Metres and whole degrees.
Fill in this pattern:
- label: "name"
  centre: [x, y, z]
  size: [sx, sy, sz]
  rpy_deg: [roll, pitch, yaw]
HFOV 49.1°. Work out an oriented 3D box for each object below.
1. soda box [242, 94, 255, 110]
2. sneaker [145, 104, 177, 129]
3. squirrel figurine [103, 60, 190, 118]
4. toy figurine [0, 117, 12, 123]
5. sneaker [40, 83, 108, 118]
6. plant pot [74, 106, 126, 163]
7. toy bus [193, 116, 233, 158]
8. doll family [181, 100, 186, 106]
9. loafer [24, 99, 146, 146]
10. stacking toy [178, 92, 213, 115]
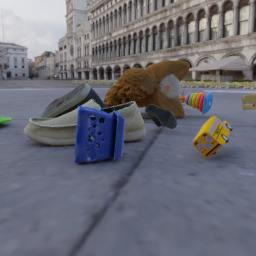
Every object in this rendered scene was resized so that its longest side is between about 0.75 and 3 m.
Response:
- label: "soda box"
  centre: [3.708, -0.775, 7.727]
  size: [1.271, 0.407, 0.430]
  rpy_deg: [-11, 6, -33]
- label: "sneaker"
  centre: [0.906, -0.207, 6.976]
  size: [1.026, 0.392, 0.588]
  rpy_deg: [32, -7, 45]
- label: "squirrel figurine"
  centre: [0.412, -1.319, 9.893]
  size: [2.729, 1.932, 2.547]
  rpy_deg: [0, 1, -32]
- label: "toy figurine"
  centre: [-4.096, -1.044, 7.305]
  size: [1.599, 1.961, 2.130]
  rpy_deg: [-4, 8, -4]
- label: "sneaker"
  centre: [-1.420, -0.243, 7.244]
  size: [2.118, 1.125, 0.792]
  rpy_deg: [-21, 37, 38]
- label: "plant pot"
  centre: [-0.471, 0.090, 4.583]
  size: [0.759, 0.844, 0.844]
  rpy_deg: [3, 8, -10]
- label: "toy bus"
  centre: [1.488, 0.120, 4.872]
  size: [0.439, 0.365, 1.121]
  rpy_deg: [43, 31, 7]
- label: "doll family"
  centre: [2.021, -1.122, 11.909]
  size: [1.211, 0.546, 0.752]
  rpy_deg: [19, 16, -6]
- label: "loafer"
  centre: [-0.863, -0.167, 5.828]
  size: [2.483, 0.848, 0.940]
  rpy_deg: [-3, 13, -12]
- label: "stacking toy"
  centre: [2.285, -0.983, 9.924]
  size: [1.273, 0.739, 0.699]
  rpy_deg: [15, 25, 29]
